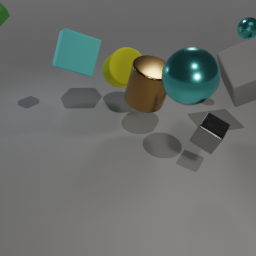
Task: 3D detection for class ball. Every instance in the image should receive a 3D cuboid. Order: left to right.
[{"bbox_3d":[1.517,-1.250,6.824,1.400,1.400,1.400,0,33,0],"label":"ball"},{"bbox_3d":[3.986,-3.297,9.291,0.700,0.700,0.700,0,33,0],"label":"ball"}]

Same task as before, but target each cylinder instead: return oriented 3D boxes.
[{"bbox_3d":[-0.194,-2.335,11.024,1.400,1.400,1.400,-10,7,-14],"label":"cylinder"},{"bbox_3d":[0.688,-1.467,9.393,1.400,1.400,1.400,9,44,-9],"label":"cylinder"}]

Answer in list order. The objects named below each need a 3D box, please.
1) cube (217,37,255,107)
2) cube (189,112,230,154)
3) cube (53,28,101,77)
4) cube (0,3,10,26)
[{"bbox_3d":[3.817,-1.764,8.937,1.400,1.400,1.400,-21,62,14],"label":"cube"},{"bbox_3d":[2.236,0.140,7.679,0.700,0.700,0.700,33,51,12],"label":"cube"},{"bbox_3d":[-2.007,-2.877,10.795,1.400,1.400,1.400,12,10,-22],"label":"cube"},{"bbox_3d":[-4.225,-3.591,8.654,0.700,0.700,0.700,-50,10,-6],"label":"cube"}]
